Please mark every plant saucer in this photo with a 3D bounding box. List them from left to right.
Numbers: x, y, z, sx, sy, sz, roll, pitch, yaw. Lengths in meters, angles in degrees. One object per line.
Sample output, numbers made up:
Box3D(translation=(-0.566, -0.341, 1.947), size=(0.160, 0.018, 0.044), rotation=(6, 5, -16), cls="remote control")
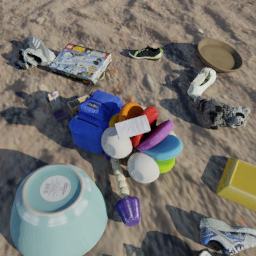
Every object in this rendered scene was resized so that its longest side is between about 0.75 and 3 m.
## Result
Box3D(translation=(4.701, -3.691, 14.419), size=(2.537, 0.374, 2.537), rotation=(9, 50, -11), cls="plant saucer")
Box3D(translation=(4.146, 1.846, 9.567), size=(1.766, 0.428, 1.766), rotation=(23, 51, 19), cls="plant saucer")

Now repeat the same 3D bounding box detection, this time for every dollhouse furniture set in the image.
Box3D(translation=(-2.616, -1.433, 12.047), size=(1.791, 1.272, 1.420), rotation=(-23, 51, -20), cls="dollhouse furniture set")

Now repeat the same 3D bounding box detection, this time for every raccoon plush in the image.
Box3D(translation=(3.992, -0.869, 11.726), size=(1.585, 1.144, 2.365), rotation=(-3, 46, -13), cls="raccoon plush")

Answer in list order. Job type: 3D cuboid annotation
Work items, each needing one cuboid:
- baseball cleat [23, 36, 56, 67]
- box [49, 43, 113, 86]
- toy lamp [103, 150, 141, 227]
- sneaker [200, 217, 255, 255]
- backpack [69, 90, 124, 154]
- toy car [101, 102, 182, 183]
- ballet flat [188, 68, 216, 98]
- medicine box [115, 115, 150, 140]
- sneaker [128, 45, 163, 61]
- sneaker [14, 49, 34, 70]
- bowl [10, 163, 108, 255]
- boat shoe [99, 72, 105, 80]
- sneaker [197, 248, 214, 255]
Box3D(translation=(-4.910, -4.066, 14.489), size=(2.841, 0.991, 1.512), rotation=(36, 28, 29), cls="baseball cleat")
Box3D(translation=(-2.324, -3.189, 13.843), size=(2.617, 0.522, 1.792), rotation=(20, 65, 23), cls="box")
Box3D(translation=(-0.232, 1.846, 9.318), size=(0.837, 0.837, 2.876), rotation=(-12, 46, -11), cls="toy lamp")
Box3D(translation=(3.061, 3.301, 8.099), size=(2.023, 0.780, 0.862), rotation=(9, 57, 18), cls="sneaker")
Box3D(translation=(-1.204, -0.264, 10.643), size=(1.740, 1.797, 2.141), rotation=(19, 52, 27), cls="backpack")
Box3D(translation=(0.679, 0.273, 9.493), size=(2.734, 2.050, 2.393), rotation=(44, 47, 2), cls="toy car")
Box3D(translation=(3.583, -2.346, 13.235), size=(0.849, 0.849, 2.444), rotation=(26, 52, 23), cls="ballet flat")
Box3D(translation=(0.149, -0.016, 8.128), size=(0.927, 0.844, 0.477), rotation=(-16, 89, 4), cls="medicine box")
Box3D(translation=(0.929, -4.104, 14.904), size=(1.808, 0.749, 0.648), rotation=(6, 47, 5), cls="sneaker")
Box3D(translation=(-5.571, -3.553, 14.528), size=(0.836, 0.546, 1.495), rotation=(-28, 54, -25), cls="sneaker")
Box3D(translation=(-2.117, 2.222, 8.312), size=(2.992, 1.565, 2.992), rotation=(1, 44, -1), cls="bowl")
Box3D(translation=(-1.414, -2.818, 13.997), size=(0.474, 0.408, 1.298), rotation=(-20, 53, -2), cls="boat shoe")
Box3D(translation=(2.739, 3.830, 7.243), size=(2.896, 1.093, 1.666), rotation=(-9, 49, -6), cls="sneaker")
